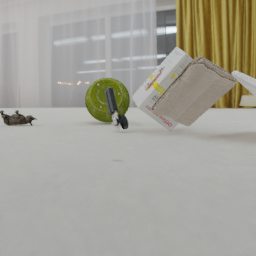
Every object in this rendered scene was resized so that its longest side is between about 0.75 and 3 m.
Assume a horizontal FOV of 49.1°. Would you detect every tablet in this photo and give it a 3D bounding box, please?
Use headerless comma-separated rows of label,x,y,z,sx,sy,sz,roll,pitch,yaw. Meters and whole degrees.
tablet,3.265,-0.414,5.753,2.643,0.181,1.720,14,21,-49

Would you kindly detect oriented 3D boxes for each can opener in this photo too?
can opener,-0.341,-0.496,7.538,0.411,1.238,0.326,-9,-17,-30

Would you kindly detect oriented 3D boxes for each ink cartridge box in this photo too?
ink cartridge box,1.182,-0.968,7.331,1.286,1.771,0.739,35,17,-28

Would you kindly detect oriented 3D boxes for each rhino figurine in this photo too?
rhino figurine,-3.742,-0.317,9.653,1.291,0.386,0.565,1,-38,7

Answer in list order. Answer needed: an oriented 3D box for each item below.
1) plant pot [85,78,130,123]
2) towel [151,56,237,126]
plant pot,-0.787,-1.109,10.279,1.780,1.780,1.714,0,0,-2
towel,1.450,-0.735,6.290,1.150,0.299,1.735,21,-48,-21
